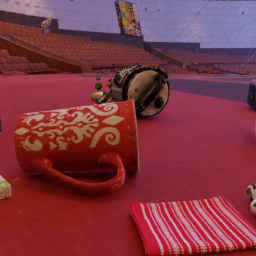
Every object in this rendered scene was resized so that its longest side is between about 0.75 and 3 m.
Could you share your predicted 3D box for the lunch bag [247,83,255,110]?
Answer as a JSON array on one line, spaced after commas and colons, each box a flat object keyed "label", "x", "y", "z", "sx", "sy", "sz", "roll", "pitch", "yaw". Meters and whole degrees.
[{"label": "lunch bag", "x": 6.462, "y": -1.507, "z": 13.551, "sx": 1.190, "sy": 1.222, "sz": 1.799, "roll": 1, "pitch": 16, "yaw": 8}]

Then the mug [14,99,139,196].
[{"label": "mug", "x": -0.991, "y": 0.284, "z": 5.659, "sx": 2.346, "sy": 1.565, "sz": 2.082, "roll": -4, "pitch": 12, "yaw": -1}]

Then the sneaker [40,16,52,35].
[{"label": "sneaker", "x": -3.263, "y": -4.108, "z": 11.118, "sx": 0.328, "sy": 0.819, "sz": 0.288, "roll": 28, "pitch": 32, "yaw": -14}]

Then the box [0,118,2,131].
[{"label": "box", "x": -4.982, "y": -0.172, "z": 8.874, "sx": 0.962, "sy": 0.835, "sz": 1.574, "roll": 6, "pitch": 14, "yaw": 22}]

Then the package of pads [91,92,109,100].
[{"label": "package of pads", "x": -1.590, "y": -1.944, "z": 17.079, "sx": 0.926, "sy": 0.409, "sz": 1.199, "roll": 4, "pitch": 15, "yaw": 21}]

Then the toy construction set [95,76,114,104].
[{"label": "toy construction set", "x": -0.676, "y": -1.694, "z": 14.201, "sx": 1.857, "sy": 1.549, "sz": 1.427, "roll": 8, "pitch": 3, "yaw": 7}]

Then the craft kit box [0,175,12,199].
[{"label": "craft kit box", "x": -2.840, "y": 1.081, "z": 4.996, "sx": 1.138, "sy": 0.276, "sz": 1.124, "roll": -11, "pitch": 15, "yaw": -38}]

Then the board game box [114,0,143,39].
[{"label": "board game box", "x": 0.029, "y": -3.933, "z": 10.168, "sx": 0.889, "sy": 1.313, "sz": 0.226, "roll": -5, "pitch": -9, "yaw": -40}]

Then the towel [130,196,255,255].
[{"label": "towel", "x": 0.902, "y": 1.356, "z": 4.003, "sx": 1.639, "sy": 0.184, "sz": 1.185, "roll": -2, "pitch": 15, "yaw": -9}]

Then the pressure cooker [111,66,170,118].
[{"label": "pressure cooker", "x": 0.577, "y": -1.539, "z": 11.747, "sx": 2.152, "sy": 2.118, "sz": 2.409, "roll": -6, "pitch": 15, "yaw": -21}]

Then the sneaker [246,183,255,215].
[{"label": "sneaker", "x": 2.084, "y": 1.146, "z": 4.527, "sx": 0.858, "sy": 0.343, "sz": 0.559, "roll": -9, "pitch": 15, "yaw": -34}]
